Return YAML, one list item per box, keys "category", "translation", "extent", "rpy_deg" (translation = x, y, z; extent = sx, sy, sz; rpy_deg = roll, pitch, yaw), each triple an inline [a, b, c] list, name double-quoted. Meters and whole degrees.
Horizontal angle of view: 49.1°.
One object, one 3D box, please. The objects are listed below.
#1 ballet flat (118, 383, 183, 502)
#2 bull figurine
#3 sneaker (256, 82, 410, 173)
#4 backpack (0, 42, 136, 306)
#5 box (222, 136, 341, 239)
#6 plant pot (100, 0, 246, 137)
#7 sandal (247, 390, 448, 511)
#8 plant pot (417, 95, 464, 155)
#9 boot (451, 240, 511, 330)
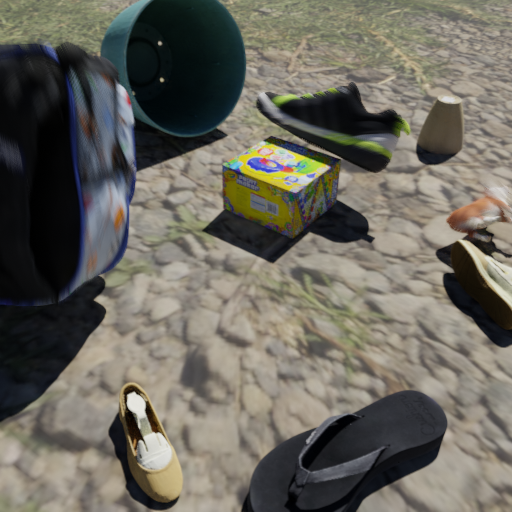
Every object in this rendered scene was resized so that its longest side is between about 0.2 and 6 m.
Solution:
- category: "ballet flat"
  translation: [-1.331, 2.168, 6.676]
  extent: [0.545, 0.501, 1.589]
  rpy_deg: [-18, 41, -23]
- category: "bull figurine"
  translation: [4.133, -0.762, 9.980]
  extent: [1.554, 0.506, 0.943]
  rpy_deg: [-26, 32, -23]
- category: "sneaker"
  translation: [1.526, -2.808, 11.145]
  extent: [3.327, 1.378, 1.193]
  rpy_deg: [32, 11, 29]
- category: "backpack"
  translation: [-3.449, -1.119, 8.200]
  extent: [3.713, 3.536, 2.860]
  rpy_deg: [6, 13, 20]
- category: "box"
  translation: [0.485, -1.380, 10.837]
  extent: [1.677, 1.023, 1.615]
  rpy_deg: [25, 43, 28]
- category: "plant pot"
  translation: [-2.249, -4.614, 13.496]
  extent: [3.188, 3.188, 2.558]
  rpy_deg: [-26, 31, -30]
- category: "sandal"
  translation: [1.052, 2.230, 6.518]
  extent: [2.768, 0.593, 1.052]
  rpy_deg: [-23, 43, -27]
- category: "plant pot"
  translation: [4.355, -3.090, 12.958]
  extent: [1.056, 1.128, 1.056]
  rpy_deg: [0, 38, 0]
- category: "boot"
  translation: [4.086, 0.323, 8.956]
  extent: [1.368, 0.638, 1.769]
  rpy_deg: [-12, 45, -14]
